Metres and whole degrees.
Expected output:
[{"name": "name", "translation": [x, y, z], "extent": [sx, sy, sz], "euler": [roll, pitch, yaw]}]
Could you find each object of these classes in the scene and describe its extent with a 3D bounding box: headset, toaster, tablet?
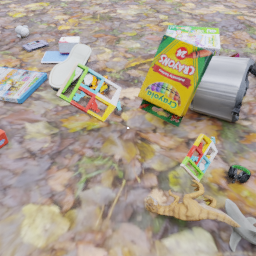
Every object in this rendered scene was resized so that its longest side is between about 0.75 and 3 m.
[{"name": "headset", "translation": [3.016, 1.234, 7.626], "extent": [0.573, 0.436, 0.927], "euler": [25, 34, 28]}, {"name": "toaster", "translation": [3.265, -1.409, 9.972], "extent": [1.817, 1.598, 2.813], "euler": [15, 51, 23]}, {"name": "tablet", "translation": [-3.142, -3.441, 13.629], "extent": [1.941, 0.133, 1.263], "euler": [-1, 39, -1]}]

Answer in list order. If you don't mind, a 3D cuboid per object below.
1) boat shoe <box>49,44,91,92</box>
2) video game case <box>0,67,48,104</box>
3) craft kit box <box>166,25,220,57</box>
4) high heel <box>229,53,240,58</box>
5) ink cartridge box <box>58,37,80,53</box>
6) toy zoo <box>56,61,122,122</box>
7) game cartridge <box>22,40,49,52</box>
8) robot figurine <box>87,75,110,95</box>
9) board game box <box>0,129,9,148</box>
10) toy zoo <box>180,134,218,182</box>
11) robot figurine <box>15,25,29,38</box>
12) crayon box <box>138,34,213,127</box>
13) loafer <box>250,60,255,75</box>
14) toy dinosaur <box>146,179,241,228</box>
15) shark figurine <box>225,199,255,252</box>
[{"name": "boat shoe", "translation": [-2.388, -2.395, 11.664], "extent": [1.121, 0.926, 2.994], "euler": [18, 48, -3]}, {"name": "video game case", "translation": [-5.179, -1.873, 11.599], "extent": [2.981, 0.265, 2.133], "euler": [9, 39, 12]}, {"name": "craft kit box", "translation": [3.320, -4.563, 14.653], "extent": [2.795, 0.686, 2.830], "euler": [10, 40, 8]}, {"name": "high heel", "translation": [3.950, -2.789, 12.217], "extent": [1.867, 0.897, 0.629], "euler": [-13, 41, -15]}, {"name": "ink cartridge box", "translation": [-2.909, -4.167, 14.017], "extent": [0.961, 0.552, 1.324], "euler": [-3, 29, -5]}, {"name": "toy zoo", "translation": [-1.084, -1.072, 8.923], "extent": [1.983, 0.203, 1.301], "euler": [30, 76, -12]}, {"name": "game cartridge", "translation": [-4.840, -4.318, 14.674], "extent": [1.161, 0.223, 0.753], "euler": [-30, 52, -32]}, {"name": "robot figurine", "translation": [-1.185, -1.697, 11.278], "extent": [0.975, 0.392, 1.345], "euler": [1, 38, 2]}, {"name": "board game box", "translation": [-5.118, 0.616, 8.361], "extent": [1.761, 0.464, 2.302], "euler": [20, 43, 23]}, {"name": "toy zoo", "translation": [1.948, 0.725, 7.422], "extent": [1.226, 0.804, 0.125], "euler": [-54, 30, -14]}, {"name": "robot figurine", "translation": [-5.950, -5.440, 15.776], "extent": [0.937, 0.529, 0.794], "euler": [29, 86, 30]}, {"name": "crayon box", "translation": [1.427, -1.485, 9.067], "extent": [1.636, 2.578, 0.655], "euler": [27, 13, 20]}, {"name": "loafer", "translation": [5.792, -2.404, 12.027], "extent": [0.543, 0.539, 1.492], "euler": [-11, 41, -15]}, {"name": "toy dinosaur", "translation": [1.602, 1.884, 6.407], "extent": [2.554, 0.771, 1.356], "euler": [-7, 21, 43]}, {"name": "shark figurine", "translation": [2.920, 2.280, 6.038], "extent": [1.737, 0.725, 1.038], "euler": [19, 67, -2]}]
